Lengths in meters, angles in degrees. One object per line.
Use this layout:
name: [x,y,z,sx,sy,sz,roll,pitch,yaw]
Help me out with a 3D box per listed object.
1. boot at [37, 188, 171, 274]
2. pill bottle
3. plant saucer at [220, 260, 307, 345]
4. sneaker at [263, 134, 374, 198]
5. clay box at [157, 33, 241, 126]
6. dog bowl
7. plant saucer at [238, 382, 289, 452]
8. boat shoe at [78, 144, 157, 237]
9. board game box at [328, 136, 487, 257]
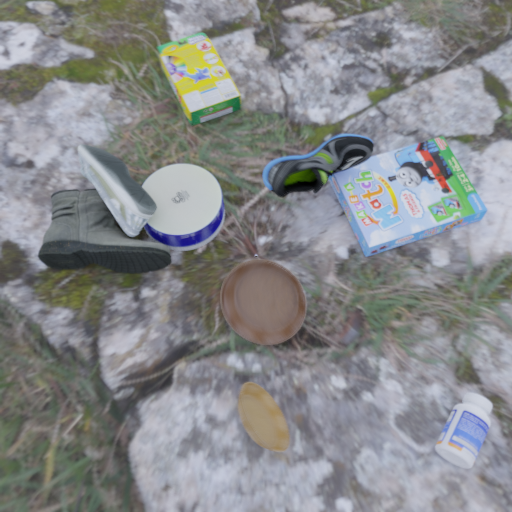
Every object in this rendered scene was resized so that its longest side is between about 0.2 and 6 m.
boot: [-2.742,-0.583,10.392,2.480,0.840,1.620,3,61,2]
pill bottle: [3.323,2.735,8.857,0.598,0.598,1.067,31,67,14]
plant saucer: [0.142,0.766,9.630,1.525,0.279,1.525,4,106,16]
sneaker: [1.200,-1.573,10.285,2.129,0.755,0.882,-21,46,-6]
clay box: [-1.267,-3.891,12.190,1.184,0.491,2.062,-21,66,-10]
dog bowl: [-1.414,-0.937,10.655,1.601,0.630,1.601,0,63,0]
plant saucer: [0.071,2.552,8.766,0.211,1.190,1.190,-37,65,18]
boat shoe: [-2.668,-1.279,10.268,2.207,0.813,0.708,45,111,24]
board game box: [2.901,-1.194,10.876,2.463,0.451,1.863,-18,66,-8]
